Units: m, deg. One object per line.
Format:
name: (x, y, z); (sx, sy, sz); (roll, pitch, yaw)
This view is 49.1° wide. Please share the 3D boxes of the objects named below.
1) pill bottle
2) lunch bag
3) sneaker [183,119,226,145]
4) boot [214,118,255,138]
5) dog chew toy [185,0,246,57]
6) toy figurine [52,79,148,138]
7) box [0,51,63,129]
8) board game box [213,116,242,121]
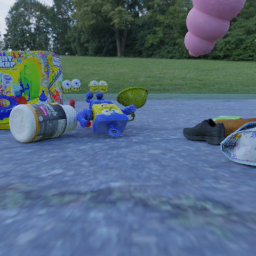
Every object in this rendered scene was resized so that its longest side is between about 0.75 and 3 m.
pill bottle: (-1.620, -0.140, 5.527); (0.706, 0.706, 1.213); (5, 10, 33)
lunch bag: (1.800, 0.197, 3.746); (0.764, 0.573, 0.901); (-5, 2, -41)
sneaker: (1.437, 0.035, 5.257); (0.372, 0.444, 0.979); (-9, 11, -36)
boot: (3.066, 0.016, 5.427); (2.132, 0.775, 2.264); (-17, 10, -38)
dog chew toy: (2.577, -3.469, 8.813); (1.567, 2.516, 1.567); (13, 35, -9)
toy figurine: (-0.393, -0.160, 6.229); (2.374, 1.252, 1.423); (-1, 37, -30)
box: (-2.733, -0.937, 7.049); (1.911, 1.841, 1.166); (0, 8, 4)
board game box: (2.743, -0.204, 7.841); (0.620, 0.195, 1.298); (4, 7, 32)
